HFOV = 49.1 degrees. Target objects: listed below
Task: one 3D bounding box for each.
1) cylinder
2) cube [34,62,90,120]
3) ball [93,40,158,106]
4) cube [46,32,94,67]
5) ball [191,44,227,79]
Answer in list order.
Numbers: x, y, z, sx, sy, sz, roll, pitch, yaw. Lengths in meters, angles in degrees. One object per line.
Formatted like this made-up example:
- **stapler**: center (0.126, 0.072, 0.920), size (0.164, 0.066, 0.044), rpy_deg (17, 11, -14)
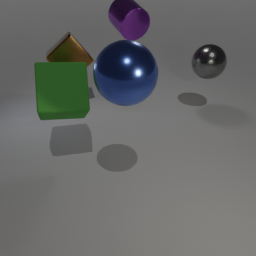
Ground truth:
- **cylinder**: center (0.036, -4.764, 12.181), size (1.400, 1.400, 1.400), rpy_deg (-14, 49, -23)
- **cube**: center (-1.934, -1.037, 8.219), size (1.400, 1.400, 1.400), rpy_deg (-4, -5, -15)
- **ball**: center (-0.049, -1.172, 6.042), size (1.400, 1.400, 1.400), rpy_deg (0, 31, 0)
- **cube**: center (-2.514, -3.061, 11.999), size (1.400, 1.400, 1.400), rpy_deg (-41, 27, 6)
- **ball**: center (3.314, -2.712, 11.479), size (1.400, 1.400, 1.400), rpy_deg (0, 31, 0)
